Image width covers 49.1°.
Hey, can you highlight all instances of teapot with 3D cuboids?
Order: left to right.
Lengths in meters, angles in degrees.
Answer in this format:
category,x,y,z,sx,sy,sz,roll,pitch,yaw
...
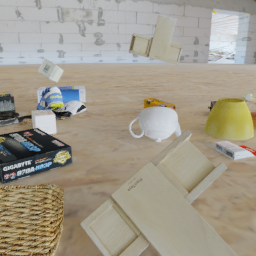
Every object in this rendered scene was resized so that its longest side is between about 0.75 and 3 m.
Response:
category,x,y,z,sx,sy,sz,roll,pitch,yaw
teapot,0.894,-0.041,8.562,1.292,0.944,1.275,-9,-22,38

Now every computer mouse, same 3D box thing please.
category,x,y,z,sx,sy,sz,roll,pitch,yaw
computer mouse,-2.540,-0.837,11.897,1.203,0.481,2.193,5,17,19

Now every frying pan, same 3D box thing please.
category,x,y,z,sx,sy,sz,roll,pitch,yaw
frying pan,-4.368,-0.394,10.602,2.426,0.395,1.468,-3,18,-17

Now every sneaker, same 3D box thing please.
category,x,y,z,sx,sy,sz,roll,pitch,yaw
sneaker,-3.328,-1.180,11.897,0.776,0.863,2.099,-10,0,-37

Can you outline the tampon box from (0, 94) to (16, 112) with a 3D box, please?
category,x,y,z,sx,sy,sz,roll,pitch,yaw
tampon box,-5.575,-1.020,12.054,1.178,0.744,0.883,-11,20,-32

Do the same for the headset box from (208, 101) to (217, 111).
category,x,y,z,sx,sy,sz,roll,pitch,yaw
headset box,4.012,-0.782,11.666,1.324,0.511,0.985,5,17,11

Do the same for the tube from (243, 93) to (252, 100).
category,x,y,z,sx,sy,sz,roll,pitch,yaw
tube,6.561,-1.761,15.330,0.382,0.342,1.318,44,22,8

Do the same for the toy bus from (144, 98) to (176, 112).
category,x,y,z,sx,sy,sz,roll,pitch,yaw
toy bus,1.269,-0.719,11.215,0.795,0.661,2.030,-6,17,-22

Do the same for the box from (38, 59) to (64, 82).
category,x,y,z,sx,sy,sz,roll,pitch,yaw
box,-3.393,-2.521,12.426,0.577,0.694,1.689,30,1,-5

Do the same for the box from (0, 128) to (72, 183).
category,x,y,z,sx,sy,sz,roll,pitch,yaw
box,-2.662,0.586,7.098,1.691,0.489,2.128,-13,21,-37

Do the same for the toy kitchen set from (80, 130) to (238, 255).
category,x,y,z,sx,sy,sz,roll,pitch,yaw
toy kitchen set,0.644,1.444,4.232,1.930,1.741,1.575,-39,72,-14

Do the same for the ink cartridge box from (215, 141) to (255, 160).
category,x,y,z,sx,sy,sz,roll,pitch,yaw
ink cartridge box,3.047,0.558,7.670,1.015,0.290,0.825,-10,19,-18

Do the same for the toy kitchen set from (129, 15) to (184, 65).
category,x,y,z,sx,sy,sz,roll,pitch,yaw
toy kitchen set,0.701,-2.189,6.861,1.182,0.964,1.066,12,15,-5

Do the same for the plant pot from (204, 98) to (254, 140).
category,x,y,z,sx,sy,sz,roll,pitch,yaw
plant pot,3.352,-0.374,9.235,1.577,1.119,1.577,0,17,0

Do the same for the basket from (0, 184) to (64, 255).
category,x,y,z,sx,sy,sz,roll,pitch,yaw
basket,-1.740,1.440,4.342,1.419,1.057,1.013,-1,-16,-4

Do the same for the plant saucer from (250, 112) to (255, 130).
category,x,y,z,sx,sy,sz,roll,pitch,yaw
plant saucer,5.027,-0.275,10.277,1.826,0.342,1.826,1,17,0

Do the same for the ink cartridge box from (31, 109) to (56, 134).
category,x,y,z,sx,sy,sz,roll,pitch,yaw
ink cartridge box,-2.845,-0.208,9.465,0.671,0.659,0.911,-7,18,-24

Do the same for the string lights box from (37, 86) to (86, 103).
category,x,y,z,sx,sy,sz,roll,pitch,yaw
string lights box,-3.433,-1.772,14.635,2.365,0.697,1.215,-3,17,-9
